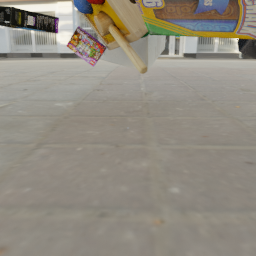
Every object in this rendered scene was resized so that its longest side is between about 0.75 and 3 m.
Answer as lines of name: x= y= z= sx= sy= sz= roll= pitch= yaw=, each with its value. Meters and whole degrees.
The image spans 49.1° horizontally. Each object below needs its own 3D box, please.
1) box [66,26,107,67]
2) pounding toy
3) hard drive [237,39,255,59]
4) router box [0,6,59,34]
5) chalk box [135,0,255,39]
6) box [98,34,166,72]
box: x=-1.078 y=-2.107 z=7.272 sx=0.894 sy=0.611 sz=0.175 roll=36 pitch=29 yaw=-9
pounding toy: x=-0.235 y=-2.622 z=6.246 sx=1.714 sy=2.411 sz=2.220 roll=-45 pitch=21 yaw=-12
hard drive: x=3.128 y=-1.889 z=5.628 sx=1.788 sy=1.206 sz=0.378 roll=4 pitch=47 yaw=-27
router box: x=-2.818 y=-2.777 z=7.170 sx=1.751 sy=0.447 sz=1.306 roll=21 pitch=19 yaw=37
chalk box: x=1.475 y=-2.220 z=3.412 sx=2.647 sy=1.647 sz=1.638 roll=12 pitch=-15 yaw=23
box: x=0.143 y=-3.130 z=9.069 sx=1.826 sy=1.817 sz=1.564 roll=19 pitch=51 yaw=19
